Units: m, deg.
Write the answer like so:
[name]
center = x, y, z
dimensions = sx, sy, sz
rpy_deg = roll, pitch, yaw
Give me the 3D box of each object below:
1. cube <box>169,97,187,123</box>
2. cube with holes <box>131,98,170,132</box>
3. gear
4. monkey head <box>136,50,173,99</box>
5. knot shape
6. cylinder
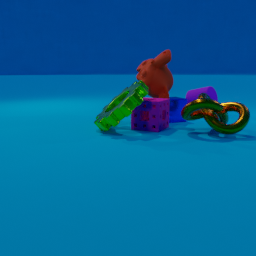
[cube]
center = 1.370, -0.589, 8.887
dimensions = 0.728, 0.728, 0.728
rpy_deg = -5, 13, -22
[cube with holes]
center = 0.618, -0.386, 7.705
dimensions = 0.804, 0.804, 0.804
rpy_deg = 6, 13, 27
[gear]
center = -0.183, -0.599, 7.436
dimensions = 1.663, 0.308, 1.663
rpy_deg = -39, 16, 13
[monkey head]
center = 1.018, -1.642, 8.633
dimensions = 1.179, 1.957, 1.408
rpy_deg = 34, -50, -29
[knot shape]
center = 2.266, -0.363, 7.050
dimensions = 1.512, 0.747, 1.616
rpy_deg = 24, 20, 35
[cylinder]
center = 2.636, -1.002, 10.012
dimensions = 0.847, 0.847, 0.847
rpy_deg = -7, 4, 43
